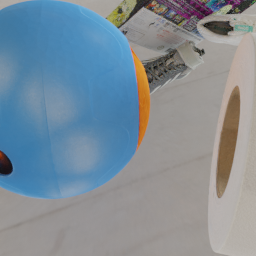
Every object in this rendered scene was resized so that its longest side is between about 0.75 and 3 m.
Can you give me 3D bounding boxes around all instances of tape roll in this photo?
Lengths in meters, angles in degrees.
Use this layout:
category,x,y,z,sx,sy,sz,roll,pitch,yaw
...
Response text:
category,x,y,z,sx,sy,sz,roll,pitch,yaw
tape roll,1.523,0.226,3.667,0.515,2.818,2.818,8,47,12

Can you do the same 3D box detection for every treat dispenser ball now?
category,x,y,z,sx,sy,sz,roll,pitch,yaw
treat dispenser ball,-1.029,-0.367,4.039,2.710,2.710,2.710,0,47,0

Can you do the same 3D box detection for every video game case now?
category,x,y,z,sx,sy,sz,roll,pitch,yaw
video game case,1.324,-2.750,6.494,2.901,2.630,0.519,-2,67,-50

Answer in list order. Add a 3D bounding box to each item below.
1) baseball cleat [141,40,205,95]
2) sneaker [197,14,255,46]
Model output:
category,x,y,z,sx,sy,sz,roll,pitch,yaw
baseball cleat,0.787,-1.484,6.732,2.741,1.459,0.956,-31,88,-34
sneaker,2.534,-2.056,5.905,2.207,0.830,0.977,10,16,27
